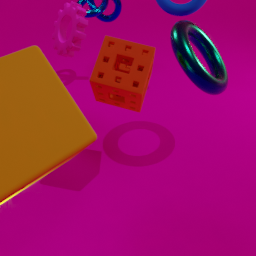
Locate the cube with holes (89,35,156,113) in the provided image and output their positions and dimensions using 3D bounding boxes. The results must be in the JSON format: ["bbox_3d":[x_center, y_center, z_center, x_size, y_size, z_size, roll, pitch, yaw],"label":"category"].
[{"bbox_3d":[-0.092,-1.087,5.861,1.034,1.034,1.034,15,75,5],"label":"cube with holes"}]

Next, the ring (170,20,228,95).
[{"bbox_3d":[1.718,-1.677,6.642,1.982,0.396,1.982,27,48,-34],"label":"ring"}]

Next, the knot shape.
[{"bbox_3d":[-1.014,-4.320,9.300,1.545,1.445,0.714,-6,3,-15],"label":"knot shape"}]

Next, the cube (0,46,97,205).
[{"bbox_3d":[-1.211,0.048,2.918,1.116,1.116,1.116,-33,90,-31],"label":"cube"}]

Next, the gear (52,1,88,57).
[{"bbox_3d":[-1.583,-2.628,7.525,0.258,1.395,1.395,4,31,-43],"label":"gear"}]

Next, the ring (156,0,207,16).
[{"bbox_3d":[1.653,-4.357,8.575,1.773,1.773,0.355,7,11,8],"label":"ring"}]
